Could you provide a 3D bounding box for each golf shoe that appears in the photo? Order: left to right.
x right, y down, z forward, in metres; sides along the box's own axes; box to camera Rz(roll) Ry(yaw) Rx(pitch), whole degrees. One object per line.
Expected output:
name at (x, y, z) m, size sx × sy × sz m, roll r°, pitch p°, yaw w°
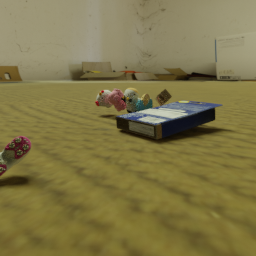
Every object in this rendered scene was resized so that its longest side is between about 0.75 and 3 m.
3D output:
golf shoe at (-1.946, 0.544, 4.407) m, size 1.007 × 0.379 × 0.461 m, roll -36°, pitch -7°, yaw -18°

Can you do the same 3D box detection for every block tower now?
block tower at (1.369, -1.173, 10.942) m, size 0.400 × 0.428 × 1.480 m, roll -39°, pitch -3°, yaw 1°

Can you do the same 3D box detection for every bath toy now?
bath toy at (-0.280, -0.969, 10.056) m, size 2.346 × 1.020 × 0.867 m, roll 13°, pitch 28°, yaw 38°

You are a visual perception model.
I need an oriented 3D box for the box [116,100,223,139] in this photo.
box at (1.263, -0.327, 8.080) m, size 2.785 × 0.451 × 1.687 m, roll -17°, pitch 19°, yaw -34°
